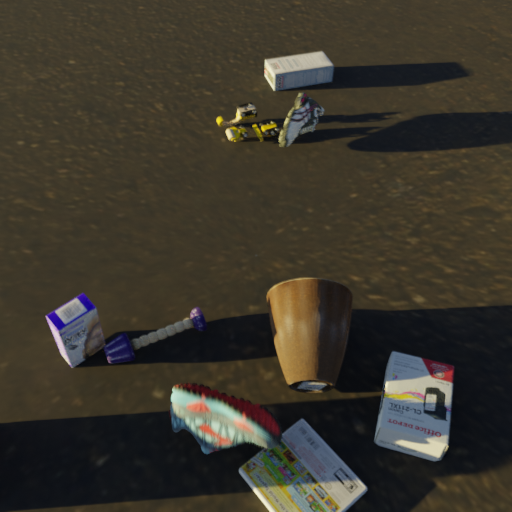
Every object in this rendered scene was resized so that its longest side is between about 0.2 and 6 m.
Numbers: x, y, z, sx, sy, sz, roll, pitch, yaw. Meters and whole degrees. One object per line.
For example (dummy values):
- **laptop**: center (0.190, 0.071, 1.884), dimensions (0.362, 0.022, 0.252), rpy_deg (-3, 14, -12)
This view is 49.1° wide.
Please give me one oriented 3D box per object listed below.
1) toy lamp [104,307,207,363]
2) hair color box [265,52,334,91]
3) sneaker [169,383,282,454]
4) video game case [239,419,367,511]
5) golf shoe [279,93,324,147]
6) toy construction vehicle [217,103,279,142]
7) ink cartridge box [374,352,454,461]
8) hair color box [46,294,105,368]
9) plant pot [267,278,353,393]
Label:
- **toy lamp**: center (-1.663, 1.329, 9.242), dimensions (1.667, 0.485, 0.485), rpy_deg (-18, 50, -20)
- **hair color box**: center (1.140, -4.953, 14.990), dimensions (1.664, 0.505, 0.824), rpy_deg (-12, 48, -12)
- **sneaker**: center (-0.450, 2.421, 7.927), dimensions (1.745, 0.834, 0.692), rpy_deg (15, 5, 26)
- **video game case**: center (0.641, 3.118, 7.790), dimensions (1.219, 0.153, 1.339), rpy_deg (-31, 55, -26)
- **golf shoe**: center (1.047, -3.086, 12.943), dimensions (0.731, 0.641, 1.660), rpy_deg (27, 60, -1)
- **toy construction vehicle**: center (-0.209, -3.095, 13.406), dimensions (1.221, 0.430, 1.063), rpy_deg (-20, 62, -14)
- **ink cartridge box**: center (2.371, 2.215, 8.342), dimensions (0.971, 0.552, 1.333), rpy_deg (12, 49, 11)
- **hair color box**: center (-2.808, 1.195, 8.815), dimensions (0.664, 1.215, 0.394), rpy_deg (-34, 65, -27)
- **plant pot**: center (0.855, 1.326, 8.779), dimensions (1.396, 1.396, 1.494), rpy_deg (1, 61, 1)
